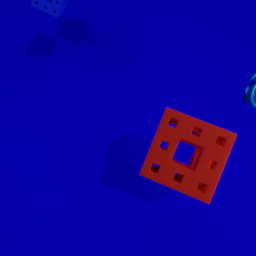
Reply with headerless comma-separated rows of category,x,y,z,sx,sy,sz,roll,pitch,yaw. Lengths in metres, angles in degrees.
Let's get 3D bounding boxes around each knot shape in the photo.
knot shape,2.992,-0.645,5.672,1.379,1.473,0.681,25,66,-13

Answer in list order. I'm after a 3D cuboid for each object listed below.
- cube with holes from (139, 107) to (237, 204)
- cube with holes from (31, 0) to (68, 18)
cube with holes,1.178,0.533,5.826,1.373,1.373,1.373,22,90,8
cube with holes,-2.160,-3.777,7.975,0.790,0.790,0.790,23,35,-11
